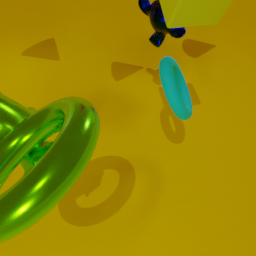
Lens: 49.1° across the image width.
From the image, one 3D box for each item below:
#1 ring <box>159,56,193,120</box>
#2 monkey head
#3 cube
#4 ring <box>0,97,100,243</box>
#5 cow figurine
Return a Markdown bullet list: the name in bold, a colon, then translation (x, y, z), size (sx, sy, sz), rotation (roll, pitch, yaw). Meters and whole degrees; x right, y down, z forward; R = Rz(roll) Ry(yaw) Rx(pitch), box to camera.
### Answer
- **ring**: translation (0.962, -0.786, 5.554), size (0.263, 1.317, 1.317), rotation (-18, 42, 23)
- **monkey head**: translation (0.784, -2.419, 6.543), size (1.429, 1.028, 0.861), rotation (46, 24, 17)
- **cube**: translation (1.062, -2.264, 4.386), size (0.929, 0.929, 0.929), rotation (-9, 75, -12)
- **ring**: translation (-1.088, 0.361, 3.046), size (1.872, 0.374, 1.872), rotation (-29, 30, 19)
- **cow figurine**: translation (-1.666, 0.114, 4.150), size (0.881, 1.606, 1.580), rotation (-50, 31, 5)
